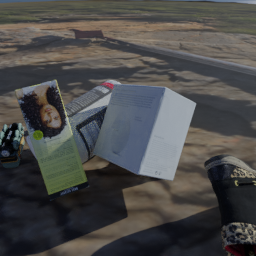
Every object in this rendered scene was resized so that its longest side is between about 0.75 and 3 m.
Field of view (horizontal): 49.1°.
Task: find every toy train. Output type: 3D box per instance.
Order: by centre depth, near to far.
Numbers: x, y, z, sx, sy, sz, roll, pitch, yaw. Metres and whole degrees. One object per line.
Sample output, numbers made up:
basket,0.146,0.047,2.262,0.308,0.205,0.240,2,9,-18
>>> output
toy train,-3.055,0.423,7.401,0.578,0.773,1.357,-6,33,-7

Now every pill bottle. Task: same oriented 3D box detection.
pill bottle,-1.138,-0.018,7.284,2.711,1.501,1.501,-35,43,-27

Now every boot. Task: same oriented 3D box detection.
boot,2.405,1.572,5.200,2.221,0.813,1.672,28,44,-24

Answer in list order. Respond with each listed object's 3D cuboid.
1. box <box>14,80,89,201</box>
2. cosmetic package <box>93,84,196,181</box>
box,-1.587,0.247,5.938,0.887,2.358,0.591,-19,8,-13
cosmetic package,0.315,0.028,6.295,1.091,1.775,1.769,17,-1,-38
